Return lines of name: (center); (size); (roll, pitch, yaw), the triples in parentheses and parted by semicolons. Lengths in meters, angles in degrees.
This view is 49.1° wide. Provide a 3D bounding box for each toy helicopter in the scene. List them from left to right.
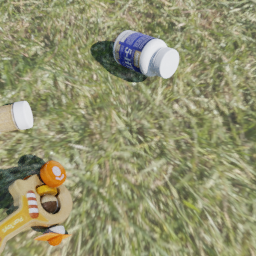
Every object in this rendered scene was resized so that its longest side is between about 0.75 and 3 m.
toy helicopter: (-2.152, 2.023, 6.131); (1.105, 2.802, 1.853); (-33, 88, 25)

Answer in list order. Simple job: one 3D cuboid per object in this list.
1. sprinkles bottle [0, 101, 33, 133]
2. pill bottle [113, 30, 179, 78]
sprinkles bottle: (-4.058, -0.169, 8.108); (2.404, 0.820, 0.820); (-12, 62, -6)
pill bottle: (0.560, -2.258, 8.701); (1.153, 1.153, 1.926); (-43, 51, -20)
